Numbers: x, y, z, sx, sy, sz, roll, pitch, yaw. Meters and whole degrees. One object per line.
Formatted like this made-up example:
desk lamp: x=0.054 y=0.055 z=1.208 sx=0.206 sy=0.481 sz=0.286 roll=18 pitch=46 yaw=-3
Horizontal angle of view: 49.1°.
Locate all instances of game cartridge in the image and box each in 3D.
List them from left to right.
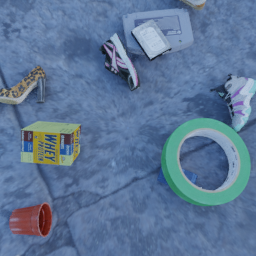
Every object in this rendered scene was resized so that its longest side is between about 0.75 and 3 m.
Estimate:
game cartridge: x=1.123 y=-3.608 z=10.567 sx=2.512 sy=0.514 sz=1.672 roll=-6 pitch=72 yaw=-1

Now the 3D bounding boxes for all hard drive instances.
hard drive: x=0.841 y=-3.171 z=10.104 sx=0.943 sy=0.255 sz=1.350 roll=-29 pitch=77 yaw=-7

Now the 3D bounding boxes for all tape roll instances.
tape roll: x=2.486 y=1.071 z=9.037 sx=2.772 sy=0.666 sz=2.772 roll=2 pitch=72 yaw=-6

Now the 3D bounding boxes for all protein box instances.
protein box: x=-2.366 y=0.444 z=8.833 sx=1.484 sy=1.474 sz=1.001 roll=4 pitch=101 yaw=1

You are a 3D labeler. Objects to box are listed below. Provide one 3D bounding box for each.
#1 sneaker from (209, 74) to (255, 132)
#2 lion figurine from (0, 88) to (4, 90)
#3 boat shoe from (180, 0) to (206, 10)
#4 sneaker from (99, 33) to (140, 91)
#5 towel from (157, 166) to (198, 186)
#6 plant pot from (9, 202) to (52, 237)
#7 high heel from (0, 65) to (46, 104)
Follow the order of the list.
sneaker: x=3.512 y=-0.963 z=9.745 sx=1.460 sy=0.811 sz=2.087 roll=21 pitch=67 yaw=7
lion figurine: x=-5.163 y=-0.862 z=9.779 sx=1.658 sy=0.601 sz=1.015 roll=-8 pitch=85 yaw=-7
boat shoe: x=2.148 y=-5.325 z=10.843 sx=0.854 sy=0.781 sz=2.284 roll=-30 pitch=57 yaw=-2
sneaker: x=-0.320 y=-2.225 z=10.112 sx=0.969 sy=0.901 sz=2.243 roll=-27 pitch=72 yaw=10
towel: x=1.625 y=1.644 z=9.259 sx=1.246 sy=0.302 sz=0.696 roll=21 pitch=77 yaw=4
plant pot: x=-3.016 y=2.850 z=8.639 sx=0.990 sy=1.018 sz=1.018 roll=-6 pitch=75 yaw=6
high heel: x=-3.903 y=-1.576 z=9.878 sx=1.958 sy=0.699 sz=1.396 roll=1 pitch=78 yaw=-13
